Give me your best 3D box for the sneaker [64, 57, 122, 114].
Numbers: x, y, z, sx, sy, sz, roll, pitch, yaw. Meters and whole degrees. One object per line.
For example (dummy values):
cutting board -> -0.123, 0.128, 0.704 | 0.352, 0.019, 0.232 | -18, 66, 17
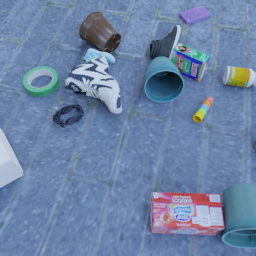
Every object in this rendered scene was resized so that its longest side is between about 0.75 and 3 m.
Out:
sneaker -> -1.368, -1.427, 10.247 | 1.823, 1.118, 2.802 | -17, 59, -9

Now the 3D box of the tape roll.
tape roll -> -3.394, -1.830, 10.967 | 1.336, 0.321, 1.336 | 0, 58, 0

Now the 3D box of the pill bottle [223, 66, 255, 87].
pill bottle -> 4.388, -1.956, 10.813 | 1.265, 0.703, 0.703 | 9, 58, 6

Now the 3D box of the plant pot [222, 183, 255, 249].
plant pot -> 3.263, 2.383, 7.737 | 1.424, 1.424, 1.395 | 6, 49, 4

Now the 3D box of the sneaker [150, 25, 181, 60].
sneaker -> 1.539, -3.664, 11.856 | 1.081, 0.771, 2.180 | 16, 63, 4

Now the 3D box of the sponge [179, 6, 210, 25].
sponge -> 3.161, -5.367, 13.303 | 1.299, 0.194, 0.725 | -24, 61, -14

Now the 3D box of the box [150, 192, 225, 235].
box -> 1.597, 2.422, 7.887 | 1.917, 0.915, 0.956 | 1, 57, 1

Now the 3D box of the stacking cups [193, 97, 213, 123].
stacking cups -> 2.754, -0.709, 10.255 | 0.355, 0.355, 1.174 | 27, 58, 16

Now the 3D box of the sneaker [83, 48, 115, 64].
sneaker -> -1.239, -2.705, 11.422 | 1.313, 0.522, 0.857 | 20, 61, 20

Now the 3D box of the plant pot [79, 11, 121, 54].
plant pot -> -1.097, -3.910, 11.786 | 1.373, 1.373, 1.360 | -40, 74, -22

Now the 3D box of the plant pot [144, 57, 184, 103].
plant pot -> 1.283, -1.915, 10.478 | 1.423, 1.423, 1.337 | -1, 44, -1

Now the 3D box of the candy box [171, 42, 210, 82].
candy box -> 2.389, -2.549, 10.933 | 1.351, 1.142, 0.520 | 27, 66, 16

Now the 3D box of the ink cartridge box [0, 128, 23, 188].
ink cartridge box -> -5.072, 1.157, 8.512 | 2.912, 1.228, 2.108 | -29, 62, -17

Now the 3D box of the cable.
cable -> -2.137, -0.467, 10.083 | 0.939, 0.292, 1.151 | 22, 53, 33

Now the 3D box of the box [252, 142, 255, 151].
box -> 5.828, 0.914, 9.005 | 2.146, 0.655, 2.709 | -29, 61, -17
